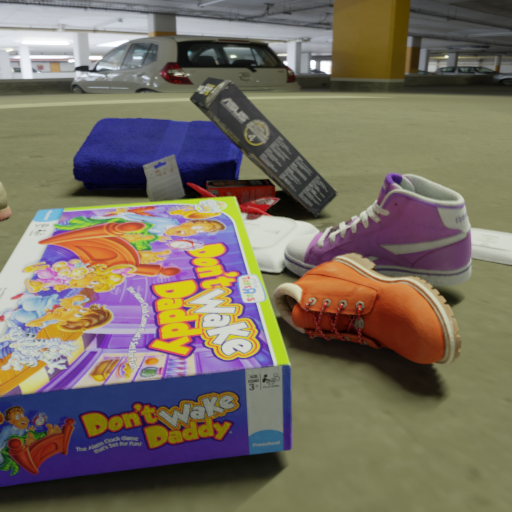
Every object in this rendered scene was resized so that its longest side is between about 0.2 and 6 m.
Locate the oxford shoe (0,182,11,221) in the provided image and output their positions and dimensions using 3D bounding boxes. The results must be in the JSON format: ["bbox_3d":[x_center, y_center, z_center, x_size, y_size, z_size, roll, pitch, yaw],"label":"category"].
[{"bbox_3d":[-5.704,-0.899,10.625,0.767,0.800,2.168,9,22,23],"label":"oxford shoe"}]

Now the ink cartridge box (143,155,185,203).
[{"bbox_3d":[-2.027,-1.622,12.135,0.786,0.976,0.245,-27,28,-27],"label":"ink cartridge box"}]

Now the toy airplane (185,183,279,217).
[{"bbox_3d":[-0.459,-0.990,10.954,1.989,0.366,1.989,9,-5,1],"label":"toy airplane"}]

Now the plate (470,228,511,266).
[{"bbox_3d":[3.978,-0.209,9.614,1.319,0.214,1.322,13,24,29],"label":"plate"}]

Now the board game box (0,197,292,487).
[{"bbox_3d":[-1.312,0.500,6.047,2.691,0.896,4.002,-5,25,-7],"label":"board game box"}]

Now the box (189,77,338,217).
[{"bbox_3d":[0.079,-2.384,11.933,0.782,3.186,2.568,-45,22,6],"label":"box"}]

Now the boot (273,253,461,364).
[{"bbox_3d":[1.142,0.705,6.343,1.301,0.910,2.426,-15,18,-22],"label":"boot"}]

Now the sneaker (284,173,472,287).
[{"bbox_3d":[1.604,-0.464,7.993,2.745,1.565,0.995,-1,32,25],"label":"sneaker"}]

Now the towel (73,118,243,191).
[{"bbox_3d":[-2.320,-2.526,14.157,3.949,0.978,2.916,3,37,2],"label":"towel"}]

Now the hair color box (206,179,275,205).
[{"bbox_3d":[-0.357,-1.427,12.573,1.470,0.450,0.746,-4,20,-9],"label":"hair color box"}]

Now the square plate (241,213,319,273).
[{"bbox_3d":[-0.290,-0.353,9.850,2.308,0.331,2.330,7,21,20],"label":"square plate"}]
